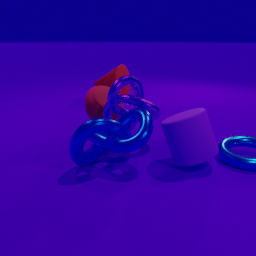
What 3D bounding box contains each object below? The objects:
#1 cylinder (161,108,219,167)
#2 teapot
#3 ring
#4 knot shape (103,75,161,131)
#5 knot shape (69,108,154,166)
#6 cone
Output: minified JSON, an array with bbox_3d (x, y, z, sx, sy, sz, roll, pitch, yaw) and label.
[{"bbox_3d":[1.231,0.175,5.618,0.918,0.918,0.918,-20,8,3],"label":"cylinder"},{"bbox_3d":[-0.692,-0.620,7.641,1.079,0.850,1.735,21,48,-17],"label":"teapot"},{"bbox_3d":[2.527,0.501,5.895,1.244,0.249,1.244,-3,24,1],"label":"ring"},{"bbox_3d":[-0.001,-0.561,6.449,1.421,1.330,0.657,-10,34,10],"label":"knot shape"},{"bbox_3d":[-0.242,0.133,5.688,1.637,0.808,1.749,-18,-1,22],"label":"knot shape"},{"bbox_3d":[-0.823,-1.807,11.288,1.403,1.398,1.398,2,18,24],"label":"cone"}]
